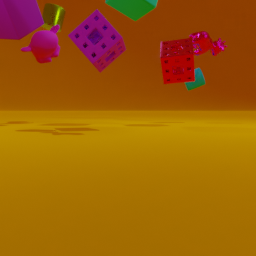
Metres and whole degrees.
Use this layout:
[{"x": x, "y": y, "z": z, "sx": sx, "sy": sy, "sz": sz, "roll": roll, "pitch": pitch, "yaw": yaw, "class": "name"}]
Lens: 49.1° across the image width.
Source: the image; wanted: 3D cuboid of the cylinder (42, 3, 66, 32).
[{"x": -2.912, "y": -4.264, "z": 10.866, "sx": 0.814, "sy": 0.814, "sz": 0.814, "roll": 14, "pitch": 1, "yaw": 0, "class": "cylinder"}]

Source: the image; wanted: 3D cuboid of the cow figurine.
[{"x": 3.036, "y": -3.198, "z": 10.541, "sx": 1.248, "sy": 0.696, "sz": 1.268, "roll": -14, "pitch": -31, "yaw": 18, "class": "cow figurine"}]

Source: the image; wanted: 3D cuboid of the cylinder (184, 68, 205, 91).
[{"x": 2.632, "y": -1.946, "z": 11.227, "sx": 0.722, "sy": 0.722, "sz": 0.722, "roll": -20, "pitch": 0, "yaw": 11, "class": "cylinder"}]

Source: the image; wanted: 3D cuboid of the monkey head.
[{"x": -3.177, "y": -3.051, "z": 10.247, "sx": 1.267, "sy": 1.061, "sz": 1.761, "roll": 25, "pitch": 59, "yaw": 30, "class": "monkey head"}]

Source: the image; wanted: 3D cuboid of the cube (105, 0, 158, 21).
[{"x": 0.159, "y": -3.285, "z": 6.604, "sx": 0.920, "sy": 0.920, "sz": 0.920, "roll": 21, "pitch": -11, "yaw": -27, "class": "cube"}]

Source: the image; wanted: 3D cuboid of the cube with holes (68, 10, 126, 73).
[{"x": -0.963, "y": -2.791, "z": 9.197, "sx": 1.210, "sy": 1.210, "sz": 1.210, "roll": -41, "pitch": -5, "yaw": 3, "class": "cube with holes"}]

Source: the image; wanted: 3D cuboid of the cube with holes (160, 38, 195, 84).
[{"x": 1.599, "y": -2.144, "z": 8.998, "sx": 0.989, "sy": 0.989, "sz": 0.989, "roll": -4, "pitch": 45, "yaw": 12, "class": "cube with holes"}]

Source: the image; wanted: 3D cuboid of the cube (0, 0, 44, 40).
[{"x": -3.436, "y": -3.391, "z": 8.183, "sx": 1.181, "sy": 1.181, "sz": 1.181, "roll": 10, "pitch": 45, "yaw": 25, "class": "cube"}]
